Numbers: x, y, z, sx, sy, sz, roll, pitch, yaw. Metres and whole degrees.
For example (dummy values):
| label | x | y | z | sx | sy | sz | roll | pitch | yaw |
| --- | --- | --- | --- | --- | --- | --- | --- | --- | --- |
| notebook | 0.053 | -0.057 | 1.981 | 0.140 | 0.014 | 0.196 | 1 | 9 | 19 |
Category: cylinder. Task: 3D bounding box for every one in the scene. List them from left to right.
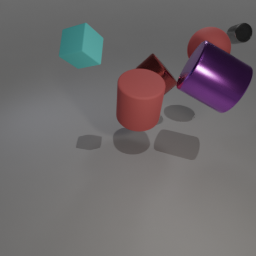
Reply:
| label | x | y | z | sx | sy | sz | roll | pitch | yaw |
| --- | --- | --- | --- | --- | --- | --- | --- | --- | --- |
| cylinder | 0.354 | -0.851 | 8.596 | 1.400 | 1.400 | 1.400 | 2 | 48 | -3 |
| cylinder | 0.806 | -1.677 | 10.011 | 1.400 | 1.400 | 1.400 | -39 | 30 | 15 |
| cylinder | 2.216 | -1.316 | 7.311 | 1.400 | 1.400 | 1.400 | 29 | 34 | -5 |
| cylinder | 4.215 | -3.570 | 10.626 | 0.700 | 0.700 | 0.700 | -4 | 12 | -6 |

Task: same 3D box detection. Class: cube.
| label | x | y | z | sx | sy | sz | roll | pitch | yaw |
| --- | --- | --- | --- | --- | --- | --- | --- | --- | --- |
| cube | -1.071 | -1.875 | 6.483 | 0.700 | 0.700 | 0.700 | -3 | -15 | 29 |

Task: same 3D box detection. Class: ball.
| label | x | y | z | sx | sy | sz | roll | pitch | yaw |
| --- | --- | --- | --- | --- | --- | --- | --- | --- | --- |
| ball | 2.677 | -2.614 | 9.292 | 1.400 | 1.400 | 1.400 | 0 | 32 | 0 |
